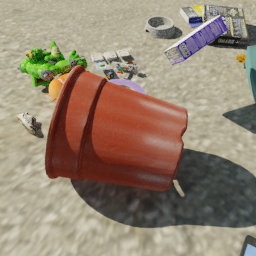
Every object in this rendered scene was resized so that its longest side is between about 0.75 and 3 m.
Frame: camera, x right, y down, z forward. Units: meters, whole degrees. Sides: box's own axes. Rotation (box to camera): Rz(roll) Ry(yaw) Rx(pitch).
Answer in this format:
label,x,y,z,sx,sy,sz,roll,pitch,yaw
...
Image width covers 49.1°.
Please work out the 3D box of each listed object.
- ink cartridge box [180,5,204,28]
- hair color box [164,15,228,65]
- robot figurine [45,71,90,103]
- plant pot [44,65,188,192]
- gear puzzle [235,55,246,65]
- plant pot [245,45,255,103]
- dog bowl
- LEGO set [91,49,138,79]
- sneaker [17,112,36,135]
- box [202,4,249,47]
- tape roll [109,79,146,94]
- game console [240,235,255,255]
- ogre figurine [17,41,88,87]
label,x,y,z,sx,sy,sz,roll,pitch,yaw
ink cartridge box,3.449,-5.407,13.453,1.476,0.351,1.494,-10,47,-9
hair color box,1.953,-2.528,8.147,1.640,0.532,0.897,-35,12,-9
robot figurine,-1.897,-1.342,9.393,1.704,0.994,1.226,-28,83,-24
plant pot,-0.162,0.208,6.998,2.818,2.897,2.897,15,49,1
gear puzzle,5.425,-2.199,10.328,2.931,0.384,1.518,30,42,24
plant pot,4.638,-1.701,9.236,1.242,1.242,1.758,-4,75,18
dog bowl,1.441,-4.598,12.674,1.404,0.412,1.404,1,48,-1
LEGO set,-0.529,-2.420,10.855,1.518,0.499,2.032,-12,38,-10
sneaker,-3.094,-0.198,8.776,0.429,0.370,0.978,-32,56,-26
box,4.234,-4.562,12.372,1.805,0.550,2.240,5,55,4
tape roll,-0.278,-0.763,9.036,1.731,0.735,1.731,-1,48,1
game console,2.894,2.820,5.918,0.897,0.622,1.051,24,52,19
ogre figurine,-2.800,-2.267,10.006,2.665,1.308,1.598,37,52,24
